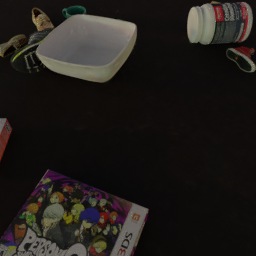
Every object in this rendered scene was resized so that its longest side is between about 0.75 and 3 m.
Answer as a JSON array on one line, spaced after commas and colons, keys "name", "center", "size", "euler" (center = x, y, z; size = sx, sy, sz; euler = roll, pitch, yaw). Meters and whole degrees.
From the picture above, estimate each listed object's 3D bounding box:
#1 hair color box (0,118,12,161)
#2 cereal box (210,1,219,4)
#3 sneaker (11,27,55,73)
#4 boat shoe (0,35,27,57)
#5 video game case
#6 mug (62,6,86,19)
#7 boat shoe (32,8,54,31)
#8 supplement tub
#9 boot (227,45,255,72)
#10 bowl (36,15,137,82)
[{"name": "hair color box", "center": [-4.030, 0.525, 7.851], "size": [0.953, 0.549, 1.719], "euler": [0, 50, 1]}, {"name": "cereal box", "center": [4.359, -4.998, 12.474], "size": [1.888, 0.373, 1.358], "euler": [27, 56, 20]}, {"name": "sneaker", "center": [-3.406, -2.989, 10.561], "size": [1.121, 1.023, 2.769], "euler": [18, 45, 22]}, {"name": "boat shoe", "center": [-4.474, -3.174, 10.964], "size": [0.454, 0.506, 1.366], "euler": [39, 62, 13]}, {"name": "video game case", "center": [-1.261, 2.486, 6.274], "size": [2.789, 0.499, 2.528], "euler": [19, 53, 15]}, {"name": "mug", "center": [-2.260, -4.838, 12.177], "size": [0.849, 0.639, 1.033], "euler": [-25, 54, -19]}, {"name": "boat shoe", "center": [-3.677, -4.586, 11.990], "size": [0.643, 0.603, 1.743], "euler": [-31, 57, -23]}, {"name": "supplement tub", "center": [3.564, -4.093, 11.004], "size": [2.134, 1.497, 1.497], "euler": [-5, 51, -5]}, {"name": "boot", "center": [4.542, -2.656, 10.502], "size": [1.013, 0.508, 1.404], "euler": [-17, 49, -15]}, {"name": "bowl", "center": [-1.340, -2.758, 10.014], "size": [2.965, 1.108, 2.970], "euler": [15, 51, 18]}]
